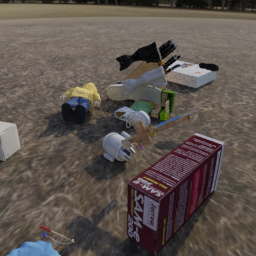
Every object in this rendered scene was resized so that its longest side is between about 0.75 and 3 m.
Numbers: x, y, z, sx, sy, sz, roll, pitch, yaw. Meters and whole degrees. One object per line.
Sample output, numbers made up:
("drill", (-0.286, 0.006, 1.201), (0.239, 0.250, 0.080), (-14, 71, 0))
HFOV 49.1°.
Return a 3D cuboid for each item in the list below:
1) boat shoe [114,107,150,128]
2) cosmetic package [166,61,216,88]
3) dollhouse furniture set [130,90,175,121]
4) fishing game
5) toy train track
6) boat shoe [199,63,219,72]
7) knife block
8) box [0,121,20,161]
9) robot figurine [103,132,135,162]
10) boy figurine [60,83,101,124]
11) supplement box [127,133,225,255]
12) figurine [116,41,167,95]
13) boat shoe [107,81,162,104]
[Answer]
("boat shoe", (0.055, -0.404, 10.862), (0.745, 0.645, 1.746), (-21, 32, -34))
("cosmetic package", (3.321, -3.148, 16.099), (2.758, 0.713, 2.079), (24, 38, 37))
("dollhouse furniture set", (0.927, -1.077, 11.855), (1.815, 0.911, 1.189), (13, 30, 23))
("fishing game", (-1.834, 2.708, 5.308), (1.244, 0.270, 1.738), (13, 38, 24))
("toy train track", (0.853, 0.105, 7.316), (2.114, 1.213, 0.344), (-24, 54, 5))
("boat shoe", (3.249, -2.466, 11.263), (0.802, 0.303, 0.296), (16, 13, 8))
("knife block", (1.167, -3.248, 14.205), (2.967, 2.604, 0.949), (16, 30, 27))
("box", (-4.703, 0.296, 9.147), (2.114, 1.004, 0.822), (10, 28, 16))
("robot figurine", (-0.325, 0.583, 8.888), (1.040, 0.693, 1.227), (-49, 46, -13))
("boy figurine", (-2.034, -1.230, 12.138), (1.766, 0.915, 2.841), (7, 27, 3))
("supplement box", (1.171, 1.364, 6.503), (0.849, 1.517, 2.787), (22, 34, 35))
("figurine", (0.538, -2.526, 12.227), (1.973, 2.022, 0.870), (-15, -18, 13))
("boat shoe", (0.407, -1.706, 13.055), (2.782, 1.028, 0.839), (4, 31, 25))
